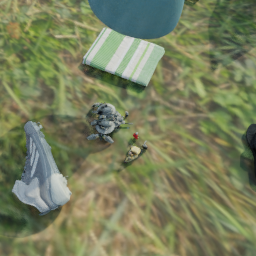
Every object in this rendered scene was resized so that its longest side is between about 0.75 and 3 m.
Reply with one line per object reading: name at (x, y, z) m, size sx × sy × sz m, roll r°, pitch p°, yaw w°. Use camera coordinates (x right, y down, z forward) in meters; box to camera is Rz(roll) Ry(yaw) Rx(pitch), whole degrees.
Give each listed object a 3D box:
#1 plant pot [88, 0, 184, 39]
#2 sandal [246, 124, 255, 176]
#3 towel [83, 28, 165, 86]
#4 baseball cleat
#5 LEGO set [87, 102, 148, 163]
plant pot at (0.348, -3.452, 6.321) m, size 2.350 × 1.582 × 2.350 m, roll 7°, pitch 61°, yaw -12°
sandal at (3.577, 0.601, 7.337) m, size 0.651 × 0.414 × 1.732 m, roll 0°, pitch 60°, yaw 0°
towel at (-0.129, -2.356, 9.131) m, size 2.280 × 0.267 × 1.739 m, roll 22°, pitch 63°, yaw 11°
baseball cleat at (-2.360, 0.938, 6.905) m, size 1.300 × 0.852 × 2.443 m, roll -28°, pitch 62°, yaw -12°
LEGO set at (-0.345, -0.056, 7.613) m, size 2.083 × 0.590 × 1.353 m, roll 30°, pitch 64°, yaw 16°
